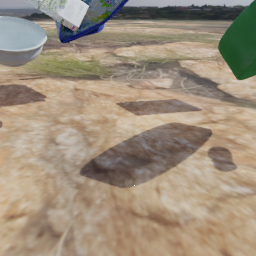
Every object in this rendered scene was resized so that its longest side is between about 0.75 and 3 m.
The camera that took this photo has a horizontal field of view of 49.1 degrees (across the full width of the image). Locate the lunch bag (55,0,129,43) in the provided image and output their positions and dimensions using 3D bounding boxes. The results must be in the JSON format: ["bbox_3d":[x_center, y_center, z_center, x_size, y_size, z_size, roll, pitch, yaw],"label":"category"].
[{"bbox_3d":[-1.287,-3.831,7.916,1.537,2.412,2.051,22,43,-48],"label":"lunch bag"}]

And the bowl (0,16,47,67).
[{"bbox_3d":[-2.356,-1.677,5.696,1.368,0.615,1.368,9,43,-8],"label":"bowl"}]

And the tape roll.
[{"bbox_3d":[3.026,-1.923,4.670,3.000,0.721,3.000,-28,-10,-5],"label":"tape roll"}]

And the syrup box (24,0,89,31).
[{"bbox_3d":[-1.489,-2.541,5.634,1.281,0.504,0.522,27,-1,-23],"label":"syrup box"}]
